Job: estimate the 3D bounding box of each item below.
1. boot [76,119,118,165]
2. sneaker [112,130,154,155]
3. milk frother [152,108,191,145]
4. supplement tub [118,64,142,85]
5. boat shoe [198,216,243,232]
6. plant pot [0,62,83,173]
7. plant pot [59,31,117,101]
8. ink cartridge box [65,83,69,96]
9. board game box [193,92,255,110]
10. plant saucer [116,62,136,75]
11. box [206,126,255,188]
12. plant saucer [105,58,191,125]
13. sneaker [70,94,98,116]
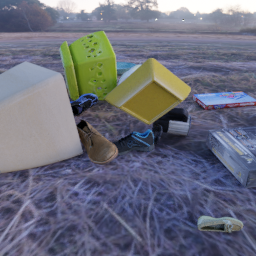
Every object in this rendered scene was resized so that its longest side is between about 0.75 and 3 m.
[{"bbox_3d":[-1.117,0.410,8.869,0.860,0.882,2.336,-38,33,-12],"label":"boot"},{"bbox_3d":[0.037,0.443,9.331,1.723,0.706,0.631,-8,27,-15],"label":"sneaker"},{"bbox_3d":[1.570,0.038,10.194,1.337,1.422,1.283,7,-16,3],"label":"milk frother"},{"bbox_3d":[0.498,-2.246,14.411,1.718,1.718,2.370,6,25,14],"label":"supplement tub"},{"bbox_3d":[1.956,2.088,5.954,0.923,0.337,0.290,5,33,14],"label":"boat shoe"},{"bbox_3d":[-3.401,-0.237,8.716,2.439,2.755,2.752,-28,34,-31],"label":"plant pot"},{"bbox_3d":[-2.072,-3.051,14.472,2.484,2.738,2.724,-13,47,-11],"label":"plant pot"},{"bbox_3d":[-3.243,-2.191,15.834,1.310,0.492,1.079,-14,27,-30],"label":"ink cartridge box"},{"bbox_3d":[4.883,-1.415,14.169,2.836,0.276,1.460,-5,29,-12],"label":"board game box"},{"bbox_3d":[-0.818,-4.539,21.360,2.948,0.530,2.948,0,22,0],"label":"plant saucer"},{"bbox_3d":[3.872,0.775,8.575,1.989,0.607,2.512,-5,25,-10],"label":"box"},{"bbox_3d":[0.692,-0.930,8.908,2.094,2.093,0.507,27,38,-38],"label":"plant saucer"},{"bbox_3d":[-2.135,-0.981,12.777,2.126,0.746,0.828,-26,37,-34],"label":"sneaker"}]
